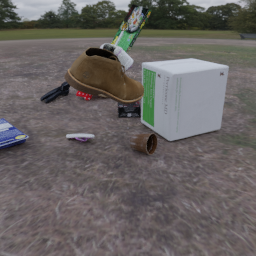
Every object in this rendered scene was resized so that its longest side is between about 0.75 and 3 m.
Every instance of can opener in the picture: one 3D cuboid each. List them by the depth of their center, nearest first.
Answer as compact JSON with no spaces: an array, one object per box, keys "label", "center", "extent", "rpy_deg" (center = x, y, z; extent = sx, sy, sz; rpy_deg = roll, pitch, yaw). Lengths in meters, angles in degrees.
[{"label":"can opener","center":[-4.031,-1.957,15.563],"extent":[0.700,0.869,2.210],"rpy_deg":[21,39,23]}]

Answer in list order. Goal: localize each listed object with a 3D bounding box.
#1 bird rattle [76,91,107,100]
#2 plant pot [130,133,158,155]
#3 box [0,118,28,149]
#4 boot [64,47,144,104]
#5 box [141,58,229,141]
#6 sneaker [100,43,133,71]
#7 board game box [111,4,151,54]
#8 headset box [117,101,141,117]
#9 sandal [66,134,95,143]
[{"label":"bird rattle","center":[-1.639,-2.430,15.941],"extent":[2.164,1.496,2.655],"rpy_deg":[15,25,-6]},{"label":"plant pot","center":[0.521,0.519,9.765],"extent":[0.750,0.758,0.758],"rpy_deg":[6,23,34]},{"label":"box","center":[-4.945,0.318,10.513],"extent":[1.555,0.416,2.567],"rpy_deg":[-20,29,-37]},{"label":"boot","center":[-0.332,-1.470,8.130],"extent":[2.944,1.111,1.084],"rpy_deg":[5,40,-50]},{"label":"box","center":[2.179,-1.264,11.351],"extent":[2.693,2.679,2.307],"rpy_deg":[-12,26,-26]},{"label":"sneaker","center":[-0.969,-3.435,12.925],"extent":[2.787,1.388,1.043],"rpy_deg":[19,70,45]},{"label":"board game box","center":[0.080,-4.566,13.021],"extent":[1.182,2.256,0.265],"rpy_deg":[37,10,34]},{"label":"headset box","center":[0.026,-0.999,13.449],"extent":[1.058,0.534,1.423],"rpy_deg":[-1,23,-2]},{"label":"sandal","center":[-1.765,0.385,10.564],"extent":[1.296,0.318,0.527],"rpy_deg":[1,4,36]}]
